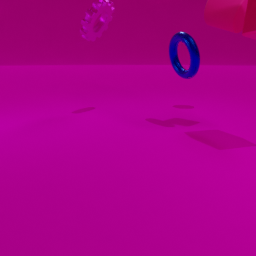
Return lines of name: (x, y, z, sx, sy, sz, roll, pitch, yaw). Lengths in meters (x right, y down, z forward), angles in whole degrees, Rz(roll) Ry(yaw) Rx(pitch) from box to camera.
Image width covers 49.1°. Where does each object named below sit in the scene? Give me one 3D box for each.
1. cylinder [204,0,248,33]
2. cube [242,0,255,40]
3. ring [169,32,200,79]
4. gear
cylinder: (2.484, -2.890, 6.941, 0.854, 0.854, 0.854, 33, 32, 34)
cube: (3.012, -2.228, 5.215, 1.095, 1.095, 1.095, 6, 6, -24)
ring: (1.507, -1.951, 7.584, 0.255, 1.277, 1.277, -20, 20, -18)
gear: (-0.977, -3.452, 8.974, 0.257, 1.389, 1.389, 38, 23, 9)
